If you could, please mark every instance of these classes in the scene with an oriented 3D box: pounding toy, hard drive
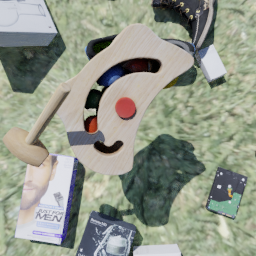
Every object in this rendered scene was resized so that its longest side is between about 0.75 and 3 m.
[{"bbox_3d":[-0.230,-0.182,4.211,2.961,1.699,1.693,-41,105,2],"label":"pounding toy"},{"bbox_3d":[2.587,1.688,7.364,0.797,0.216,1.141,18,84,2],"label":"hard drive"}]

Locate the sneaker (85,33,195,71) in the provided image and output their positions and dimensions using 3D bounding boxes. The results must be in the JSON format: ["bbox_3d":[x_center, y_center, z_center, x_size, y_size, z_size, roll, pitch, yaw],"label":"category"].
[{"bbox_3d":[0.278,-1.855,7.140,2.823,1.170,1.001,4,97,3],"label":"sneaker"}]

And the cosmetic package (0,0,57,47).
[{"bbox_3d":[-3.281,-3.409,6.999,0.716,2.089,2.771,-29,84,42],"label":"cosmetic package"}]

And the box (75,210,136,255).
[{"bbox_3d":[-0.558,2.875,6.997,1.216,0.754,1.196,19,83,2],"label":"box"}]

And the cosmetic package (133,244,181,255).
[{"bbox_3d":[0.785,4.441,6.856,1.184,0.727,2.869,-4,85,-1],"label":"cosmetic package"}]

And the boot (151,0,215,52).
[{"bbox_3d":[1.432,-3.197,7.505,1.647,0.800,2.187,13,80,0],"label":"boot"}]

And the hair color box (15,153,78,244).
[{"bbox_3d":[-2.031,1.721,7.135,1.163,0.690,2.129,8,83,1],"label":"hair color box"}]

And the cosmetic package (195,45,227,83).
[{"bbox_3d":[2.244,-1.741,7.615,0.495,0.356,0.877,-22,86,-2],"label":"cosmetic package"}]
